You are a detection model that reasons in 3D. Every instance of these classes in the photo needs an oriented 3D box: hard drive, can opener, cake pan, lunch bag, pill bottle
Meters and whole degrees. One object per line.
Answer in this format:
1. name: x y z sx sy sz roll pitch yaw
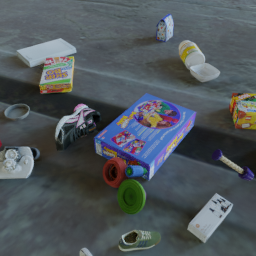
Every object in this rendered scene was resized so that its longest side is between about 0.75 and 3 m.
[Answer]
1. hard drive: -3.652 -3.419 12.551 2.204 0.294 1.454 -28 48 -28
2. can opener: -3.815 0.894 7.043 2.998 0.996 0.789 0 81 -6
3. cake pan: -3.645 -0.513 9.239 0.798 0.146 0.798 0 41 0
4. lunch bag: 1.806 -4.929 13.713 0.674 1.089 0.926 20 45 21
5. pill bottle: 2.620 -3.108 11.781 0.821 0.821 1.456 -5 41 -6

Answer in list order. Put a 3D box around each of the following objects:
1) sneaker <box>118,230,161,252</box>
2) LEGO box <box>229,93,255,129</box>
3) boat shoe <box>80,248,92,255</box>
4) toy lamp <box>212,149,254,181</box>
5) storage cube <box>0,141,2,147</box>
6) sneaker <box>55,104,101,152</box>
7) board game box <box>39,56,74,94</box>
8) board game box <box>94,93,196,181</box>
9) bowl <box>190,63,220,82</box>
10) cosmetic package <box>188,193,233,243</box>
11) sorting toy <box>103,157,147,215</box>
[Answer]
1. sneaker: 0.253 2.270 5.753 0.914 0.410 0.307 -9 41 -11
2. LEGO box: 4.157 -0.531 8.896 1.578 0.609 1.175 3 40 3
3. boat shoe: -0.691 2.786 5.184 0.400 0.406 1.145 -20 51 -26
4. toy lamp: 2.573 0.921 6.798 1.142 0.332 0.332 33 40 -14
5. storage cube: -4.081 0.418 7.595 0.955 0.858 0.816 -1 40 0
6. sneaker: -1.406 -0.050 8.223 0.848 0.789 1.963 14 43 14
7. board game box: -2.762 -2.143 11.051 1.164 0.365 2.436 -5 43 -4
8. board game box: 0.562 0.102 8.156 1.795 0.598 2.669 25 46 26
9. bowl: 2.999 -2.138 10.997 0.947 0.354 0.948 -18 43 -20
10. cosmetic package: 1.835 1.965 6.217 0.456 0.280 1.106 31 49 32
11. sorting toy: 0.061 1.290 6.750 0.637 0.932 1.551 9 33 -49
